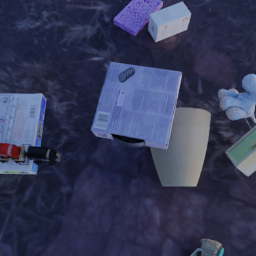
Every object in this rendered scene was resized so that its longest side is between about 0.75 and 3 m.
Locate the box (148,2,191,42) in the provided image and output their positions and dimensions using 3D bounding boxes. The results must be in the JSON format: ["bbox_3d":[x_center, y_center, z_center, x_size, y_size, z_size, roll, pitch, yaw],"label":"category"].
[{"bbox_3d":[1.471,-3.812,10.086,1.331,0.828,0.649,-24,71,-9],"label":"box"}]

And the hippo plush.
[{"bbox_3d":[3.444,-0.827,8.005,1.486,1.194,1.183,49,43,9],"label":"hippo plush"}]

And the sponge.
[{"bbox_3d":[0.396,-4.364,10.602,1.006,0.269,1.803,35,72,13],"label":"sponge"}]

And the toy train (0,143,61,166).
[{"bbox_3d":[-3.375,0.691,7.793,2.942,0.674,0.502,3,68,2],"label":"toy train"}]

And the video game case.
[{"bbox_3d":[-3.863,0.143,8.684,2.281,0.572,2.517,1,69,0],"label":"video game case"}]

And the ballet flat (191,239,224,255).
[{"bbox_3d":[1.802,3.931,7.236,0.817,0.736,2.169,12,62,29],"label":"ballet flat"}]

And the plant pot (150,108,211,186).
[{"bbox_3d":[1.415,0.632,7.952,1.883,1.883,2.011,1,78,0],"label":"plant pot"}]

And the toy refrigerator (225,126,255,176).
[{"bbox_3d":[3.753,0.367,7.817,0.684,0.742,1.955,35,111,-25],"label":"toy refrigerator"}]

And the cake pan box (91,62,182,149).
[{"bbox_3d":[0.245,-0.576,7.136,1.940,0.551,2.106,8,71,13],"label":"cake pan box"}]
